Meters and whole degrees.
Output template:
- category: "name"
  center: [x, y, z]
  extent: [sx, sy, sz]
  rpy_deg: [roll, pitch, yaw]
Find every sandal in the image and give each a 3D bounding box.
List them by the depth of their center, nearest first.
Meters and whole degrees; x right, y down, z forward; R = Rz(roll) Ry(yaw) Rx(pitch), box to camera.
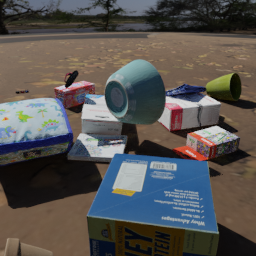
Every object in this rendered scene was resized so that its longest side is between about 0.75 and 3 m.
- category: "sandal"
  center: [-2.543, -2.145, 12.126]
  extent: [0.589, 0.354, 1.569]
  rpy_deg: [-39, 5, -24]

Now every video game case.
- category: "video game case"
  center: [-1.016, 0.667, 9.925]
  extent: [1.842, 0.218, 1.677]
  rpy_deg: [2, 25, 6]

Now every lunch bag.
- category: "lunch bag"
  center: [-3.207, 0.127, 9.091]
  extent: [2.489, 1.865, 2.927]
  rpy_deg: [-11, 16, -19]

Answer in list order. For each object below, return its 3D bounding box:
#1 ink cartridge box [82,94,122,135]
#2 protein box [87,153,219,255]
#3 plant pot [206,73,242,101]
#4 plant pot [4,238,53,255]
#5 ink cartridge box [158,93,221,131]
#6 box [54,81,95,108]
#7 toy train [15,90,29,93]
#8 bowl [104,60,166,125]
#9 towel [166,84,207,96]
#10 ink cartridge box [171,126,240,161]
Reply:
- category: "ink cartridge box"
  center: [-1.041, -0.473, 11.396]
  extent: [1.578, 0.923, 2.720]
  rpy_deg: [4, 24, -5]
- category: "protein box"
  center: [0.554, 1.795, 5.860]
  extent: [2.235, 1.519, 2.251]
  rpy_deg: [4, 25, 9]
- category: "plant pot"
  center: [5.022, -2.125, 14.964]
  extent: [1.528, 1.430, 1.430]
  rpy_deg: [1, 18, 45]
- category: "plant pot"
  center: [-1.852, 2.557, 5.115]
  extent: [0.863, 0.990, 0.990]
  rpy_deg: [12, 20, -20]
- category: "ink cartridge box"
  center: [2.511, -0.752, 12.106]
  extent: [2.349, 0.991, 1.700]
  rpy_deg: [-8, 26, -17]
- category: "box"
  center: [-2.706, -1.755, 14.426]
  extent: [0.976, 0.901, 1.903]
  rpy_deg: [21, 32, 38]
- category: "toy train"
  center: [-6.072, -2.090, 16.110]
  extent: [0.765, 0.130, 0.175]
  rpy_deg: [-10, 30, -19]
- category: "bowl"
  center: [0.055, -1.094, 9.675]
  extent: [1.228, 2.348, 2.348]
  rpy_deg: [-20, 31, -37]
- category: "towel"
  center: [2.100, -1.614, 13.231]
  extent: [2.682, 0.320, 1.942]
  rpy_deg: [-10, -3, 43]
- category: "ink cartridge box"
  center: [2.708, 0.549, 9.787]
  extent: [2.128, 0.536, 1.159]
  rpy_deg: [-12, 27, -27]
